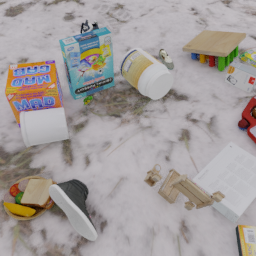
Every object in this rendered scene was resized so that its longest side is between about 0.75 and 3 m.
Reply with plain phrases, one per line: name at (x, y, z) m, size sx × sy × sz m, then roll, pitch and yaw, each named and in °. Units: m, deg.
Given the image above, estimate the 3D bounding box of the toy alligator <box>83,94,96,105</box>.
toy alligator at (-1.633, -1.215, 11.584) m, size 0.217 × 0.801 × 0.238 m, roll 35°, pitch 38°, yaw -28°

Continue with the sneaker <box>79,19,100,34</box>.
sneaker at (-2.271, -4.628, 14.336) m, size 1.002 × 1.634 × 2.511 m, roll 34°, pitch 57°, yaw 28°

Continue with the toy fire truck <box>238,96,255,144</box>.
toy fire truck at (5.515, -0.275, 10.740) m, size 2.166 × 1.446 × 2.579 m, roll -30°, pitch 51°, yaw -1°

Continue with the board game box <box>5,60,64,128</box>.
board game box at (-3.666, -1.381, 11.296) m, size 1.819 × 1.820 × 1.819 m, roll -8°, pitch 49°, yaw -7°

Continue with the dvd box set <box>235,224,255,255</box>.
dvd box set at (4.215, 3.612, 7.853) m, size 2.122 × 0.312 × 1.553 m, roll 5°, pitch 48°, yaw 4°

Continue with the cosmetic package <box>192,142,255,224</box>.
cosmetic package at (3.488, 1.712, 9.351) m, size 2.343 × 0.605 × 1.767 m, roll -36°, pitch 59°, yaw -27°

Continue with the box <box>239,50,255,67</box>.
box at (6.418, -3.533, 14.246) m, size 0.793 × 0.327 × 1.351 m, roll -31°, pitch 54°, yaw -25°

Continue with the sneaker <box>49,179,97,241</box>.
sneaker at (-1.417, 2.397, 8.657) m, size 2.082 × 0.736 × 1.033 m, roll 47°, pitch 36°, yaw 14°

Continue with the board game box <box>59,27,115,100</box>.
board game box at (-1.628, -2.672, 11.882) m, size 2.024 × 2.681 × 0.629 m, roll -23°, pitch 52°, yaw -19°

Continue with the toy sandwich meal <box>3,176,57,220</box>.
toy sandwich meal at (-3.152, 2.142, 8.971) m, size 1.746 × 0.598 × 1.746 m, roll 0°, pitch 48°, yaw 0°

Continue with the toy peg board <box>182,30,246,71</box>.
toy peg board at (4.391, -3.934, 14.281) m, size 2.324 × 1.141 × 2.334 m, roll 20°, pitch 48°, yaw 37°

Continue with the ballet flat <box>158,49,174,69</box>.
ballet flat at (1.916, -3.519, 14.139) m, size 0.478 × 0.452 × 1.418 m, roll -15°, pitch 50°, yaw -13°

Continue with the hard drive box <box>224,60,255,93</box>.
hard drive box at (5.174, -2.333, 12.710) m, size 1.284 × 1.000 × 0.493 m, roll 31°, pitch 56°, yaw 26°

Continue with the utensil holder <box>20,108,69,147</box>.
utensil holder at (-3.093, -0.069, 10.502) m, size 1.551 × 1.318 × 1.318 m, roll -10°, pitch 49°, yaw -12°

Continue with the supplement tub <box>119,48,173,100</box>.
supplement tub at (0.795, -2.384, 12.365) m, size 1.570 × 1.570 × 2.175 m, roll -27°, pitch 53°, yaw -22°

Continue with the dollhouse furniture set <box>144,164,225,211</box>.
dollhouse furniture set at (1.717, 1.486, 8.377) m, size 1.696 × 1.989 × 0.971 m, roll 40°, pitch 55°, yaw -3°
